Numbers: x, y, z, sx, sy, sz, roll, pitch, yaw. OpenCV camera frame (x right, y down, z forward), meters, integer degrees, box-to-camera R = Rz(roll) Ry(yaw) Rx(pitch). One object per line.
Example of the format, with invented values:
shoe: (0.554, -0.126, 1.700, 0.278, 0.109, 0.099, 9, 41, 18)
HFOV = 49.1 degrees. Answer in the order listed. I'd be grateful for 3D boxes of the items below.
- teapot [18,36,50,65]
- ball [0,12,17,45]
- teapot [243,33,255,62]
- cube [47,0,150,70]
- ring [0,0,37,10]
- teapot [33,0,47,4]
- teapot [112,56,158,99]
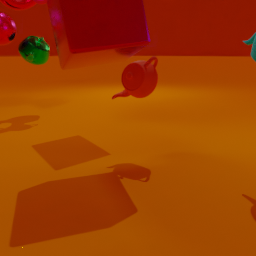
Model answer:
teapot: (-3.055, -2.596, 9.237, 1.021, 0.804, 1.642, 28, 34, -20)
ball: (-3.991, -3.086, 8.710, 0.988, 0.988, 0.988, 0, 16, 0)
teapot: (2.217, -1.131, 4.190, 0.873, 0.688, 1.405, 6, 42, -26)
cube: (-0.544, -1.786, 4.647, 1.271, 1.271, 1.271, -13, 4, -19)
ring: (-3.382, -4.473, 8.791, 1.634, 1.634, 0.327, -15, 58, -42)
teapot: (-2.768, -4.272, 8.755, 1.117, 0.695, 0.547, 29, 17, -21)
teapot: (0.156, -0.933, 5.424, 0.578, 1.180, 0.734, 4, 48, -54)
